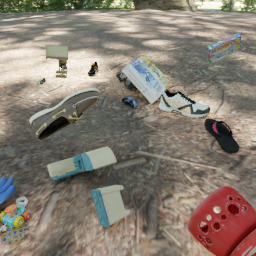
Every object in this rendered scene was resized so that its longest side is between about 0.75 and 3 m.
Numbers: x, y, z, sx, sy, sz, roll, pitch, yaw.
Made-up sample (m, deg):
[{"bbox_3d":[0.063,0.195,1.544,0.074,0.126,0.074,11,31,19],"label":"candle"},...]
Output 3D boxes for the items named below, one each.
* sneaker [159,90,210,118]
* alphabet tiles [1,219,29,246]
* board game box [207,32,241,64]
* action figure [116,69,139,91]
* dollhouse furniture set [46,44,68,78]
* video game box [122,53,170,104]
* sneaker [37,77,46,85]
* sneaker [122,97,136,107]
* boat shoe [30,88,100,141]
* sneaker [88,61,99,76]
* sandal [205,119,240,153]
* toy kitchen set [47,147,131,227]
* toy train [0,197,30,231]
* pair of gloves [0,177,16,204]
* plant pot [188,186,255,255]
[{"bbox_3d":[2.565,-1.118,12.788,2.375,0.950,0.876,12,30,18],"label":"sneaker"},{"bbox_3d":[-2.861,2.609,7.107,0.670,0.030,0.802,-11,32,-19],"label":"alphabet tiles"},{"bbox_3d":[2.294,-1.909,6.744,0.800,0.541,0.138,-23,61,3],"label":"board game box"},{"bbox_3d":[0.189,-2.844,15.572,1.395,1.198,2.347,-21,33,-20],"label":"action figure"},{"bbox_3d":[-2.031,-1.955,7.973,0.592,0.892,0.782,0,73,-16],"label":"dollhouse furniture set"},{"bbox_3d":[1.028,-2.618,14.509,0.567,2.208,2.424,-36,8,36],"label":"video game box"},{"bbox_3d":[-5.094,-2.761,16.360,0.352,0.306,0.795,-2,26,13],"label":"sneaker"},{"bbox_3d":[0.041,-1.219,13.585,0.400,0.360,1.027,-18,29,-19],"label":"sneaker"},{"bbox_3d":[-1.819,-0.403,8.346,2.330,0.837,0.693,-26,65,5],"label":"boat shoe"},{"bbox_3d":[-2.232,-3.772,17.737,0.510,0.656,1.457,5,30,8],"label":"sneaker"},{"bbox_3d":[3.709,0.135,10.972,0.866,0.520,2.306,-3,30,-6],"label":"sandal"},{"bbox_3d":[-1.222,1.719,8.009,1.422,1.934,2.413,-15,-4,-25],"label":"toy kitchen set"},{"bbox_3d":[-3.508,2.226,7.266,1.799,0.500,1.351,-16,33,-22],"label":"toy train"},{"bbox_3d":[-4.249,1.994,7.501,2.307,0.263,1.855,-9,23,11],"label":"pair of gloves"},{"bbox_3d":[2.313,2.286,6.298,1.480,1.480,1.348,-17,43,-28],"label":"plant pot"}]
